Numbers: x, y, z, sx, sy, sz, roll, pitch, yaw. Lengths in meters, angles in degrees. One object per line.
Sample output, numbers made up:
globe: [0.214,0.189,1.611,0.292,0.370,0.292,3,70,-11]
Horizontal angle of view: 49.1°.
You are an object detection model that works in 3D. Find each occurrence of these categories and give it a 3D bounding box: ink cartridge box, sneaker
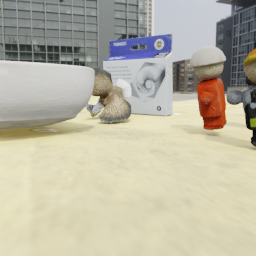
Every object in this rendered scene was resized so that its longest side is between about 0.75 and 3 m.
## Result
ink cartridge box: [0.318,-2.027,10.956,2.985,2.990,0.607,5,12,34]
sneaker: [-1.137,-0.734,9.460,0.527,0.293,0.754,-33,-34,-1]

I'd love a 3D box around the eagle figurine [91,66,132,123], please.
eagle figurine: [-0.668,-0.981,9.035,1.655,1.646,2.181,10,-1,-6]

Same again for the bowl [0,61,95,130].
bowl: [-2.452,-0.586,6.314,2.912,1.087,2.907,-5,-3,-41]

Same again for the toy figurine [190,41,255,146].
toy figurine: [2.780,-0.955,5.475,2.638,1.835,2.597,-14,14,-10]
